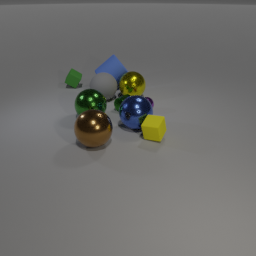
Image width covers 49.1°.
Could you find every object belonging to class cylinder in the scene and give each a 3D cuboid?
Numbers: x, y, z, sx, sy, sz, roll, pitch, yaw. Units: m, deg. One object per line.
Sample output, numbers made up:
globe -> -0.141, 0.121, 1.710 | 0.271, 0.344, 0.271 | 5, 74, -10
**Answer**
cylinder -> -0.873, -3.087, 15.521 | 1.400, 1.400, 1.400 | -39, 29, 8
cylinder -> -0.190, -1.183, 13.268 | 0.700, 0.700, 0.700 | 18, 33, 31

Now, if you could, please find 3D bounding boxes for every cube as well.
cube -> 1.000, -0.004, 10.701 | 0.700, 0.700, 0.700 | 8, 44, 27
cube -> -3.119, -2.849, 16.042 | 0.700, 0.700, 0.700 | 27, 31, -21

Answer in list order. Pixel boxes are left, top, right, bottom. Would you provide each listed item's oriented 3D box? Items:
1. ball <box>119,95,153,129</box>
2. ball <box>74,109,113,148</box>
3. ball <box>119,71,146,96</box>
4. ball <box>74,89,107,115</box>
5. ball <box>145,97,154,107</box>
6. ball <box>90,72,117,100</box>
ball -> 0.327, -0.640, 11.435 | 1.400, 1.400, 1.400 | 0, 27, 0
ball -> -1.256, 0.013, 10.187 | 1.400, 1.400, 1.400 | 0, 27, 0
ball -> 0.221, -2.224, 14.490 | 1.400, 1.400, 1.400 | 0, 27, 0
ball -> -1.629, -1.012, 12.229 | 1.400, 1.400, 1.400 | 0, 27, 0
ball -> 0.866, -1.105, 13.102 | 0.700, 0.700, 0.700 | 0, 27, 0
ball -> -1.248, -2.124, 14.292 | 1.400, 1.400, 1.400 | 0, 27, 0
